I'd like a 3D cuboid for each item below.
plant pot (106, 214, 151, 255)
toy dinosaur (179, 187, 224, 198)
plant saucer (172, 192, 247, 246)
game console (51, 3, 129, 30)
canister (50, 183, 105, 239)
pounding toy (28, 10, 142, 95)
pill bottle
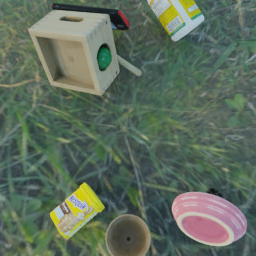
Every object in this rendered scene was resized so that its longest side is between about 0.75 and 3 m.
[{"bbox_3d":[0.007,3.008,7.616,1.206,0.557,1.206,0,64,1],"label":"plant pot"},{"bbox_3d":[2.085,2.290,7.480,1.208,1.780,0.909,-49,40,12],"label":"toy dinosaur"},{"bbox_3d":[1.589,1.913,5.676,1.493,1.493,0.378,26,49,7],"label":"plant saucer"},{"bbox_3d":[-1.091,-3.494,8.884,2.117,1.872,0.329,9,102,9],"label":"game console"},{"bbox_3d":[-1.423,2.295,7.798,1.282,0.555,0.952,-40,52,-8],"label":"canister"},{"bbox_3d":[-1.104,-2.181,8.278,2.412,2.220,1.715,14,51,22],"label":"pounding toy"},{"bbox_3d":[1.402,-4.067,9.121,1.219,1.219,2.161,-37,95,-10],"label":"pill bottle"}]
